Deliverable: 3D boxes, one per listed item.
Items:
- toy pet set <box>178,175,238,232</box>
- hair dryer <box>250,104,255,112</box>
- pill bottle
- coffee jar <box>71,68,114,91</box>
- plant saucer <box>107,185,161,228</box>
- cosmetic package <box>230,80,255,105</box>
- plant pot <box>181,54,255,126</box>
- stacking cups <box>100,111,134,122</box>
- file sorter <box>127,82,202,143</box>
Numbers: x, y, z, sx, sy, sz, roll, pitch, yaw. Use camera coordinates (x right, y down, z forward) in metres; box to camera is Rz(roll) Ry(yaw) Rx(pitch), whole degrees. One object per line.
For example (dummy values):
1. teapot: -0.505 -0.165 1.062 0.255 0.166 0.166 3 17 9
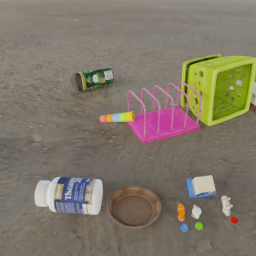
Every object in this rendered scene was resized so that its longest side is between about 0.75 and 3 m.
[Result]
1. toy pet set: 1.985 2.024 7.632 1.479 0.785 1.381 -6 69 -3
2. hair dryer: 5.590 -0.847 12.140 0.741 0.264 0.972 6 23 22
3. pill bottle: -1.567 1.796 7.518 1.664 0.923 0.923 2 34 4
4. coffee jar: -1.754 -2.377 13.719 1.998 0.852 1.042 -13 14 -19
5. plant saucer: 0.156 2.158 7.573 1.445 0.264 1.445 1 34 0
6. cosmetic package: 5.669 -1.719 12.963 0.896 0.550 2.170 -8 29 -8
7. plant pot: 3.574 -1.800 11.698 2.405 2.393 2.182 -18 32 -24
8. stacking cups: -0.456 -0.408 11.119 1.371 0.415 0.415 -4 32 14
9. file sorter: 1.352 -0.742 10.770 2.430 1.524 1.688 -13 35 -18
